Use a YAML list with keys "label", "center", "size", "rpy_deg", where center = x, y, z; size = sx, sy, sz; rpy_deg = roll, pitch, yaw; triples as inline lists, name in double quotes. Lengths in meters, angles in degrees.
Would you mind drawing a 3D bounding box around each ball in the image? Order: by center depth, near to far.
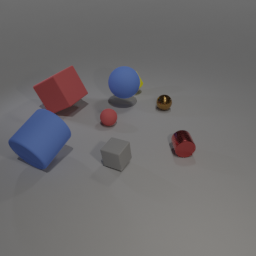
- label: "ball"
  center: [-0.778, -0.435, 11.269]
  size: [0.700, 0.700, 0.700]
  rpy_deg: [0, 31, 0]
- label: "ball"
  center: [-0.168, -2.000, 12.319]
  size: [1.400, 1.400, 1.400]
  rpy_deg: [0, 31, 0]
- label: "ball"
  center: [1.612, -1.139, 12.466]
  size: [0.700, 0.700, 0.700]
  rpy_deg: [0, 31, 0]

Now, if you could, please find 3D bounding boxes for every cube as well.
- label: "cube"
  center: [-0.371, 0.830, 9.020]
  size: [0.700, 0.700, 0.700]
  rpy_deg: [13, 41, 27]
- label: "cube"
  center: [-2.889, -1.636, 12.111]
  size: [1.400, 1.400, 1.400]
  rpy_deg: [-16, 20, 35]

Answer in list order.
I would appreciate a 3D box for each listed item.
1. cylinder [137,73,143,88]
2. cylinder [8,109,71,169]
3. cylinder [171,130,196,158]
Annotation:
- label: "cylinder"
  center: [0.288, -2.310, 13.768]
  size: [0.700, 0.700, 0.700]
  rpy_deg: [-24, 32, 16]
- label: "cylinder"
  center: [-2.777, 0.349, 8.927]
  size: [1.400, 1.400, 1.400]
  rpy_deg: [17, 56, 26]
- label: "cylinder"
  center: [1.900, 0.539, 9.641]
  size: [0.700, 0.700, 0.700]
  rpy_deg: [-2, 32, -3]
